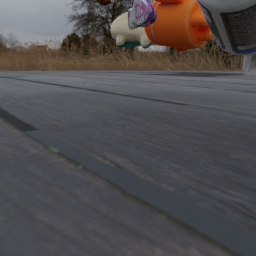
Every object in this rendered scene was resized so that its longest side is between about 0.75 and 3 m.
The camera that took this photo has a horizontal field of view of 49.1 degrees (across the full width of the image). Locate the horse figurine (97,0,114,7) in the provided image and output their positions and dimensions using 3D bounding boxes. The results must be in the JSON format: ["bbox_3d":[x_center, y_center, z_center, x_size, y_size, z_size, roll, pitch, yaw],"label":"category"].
[{"bbox_3d":[-0.589,-4.179,8.042,1.524,0.574,2.300,1,6,20],"label":"horse figurine"}]

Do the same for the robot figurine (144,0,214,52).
[{"bbox_3d":[1.538,-3.198,8.562,1.830,1.484,2.544,-1,15,-46],"label":"robot figurine"}]

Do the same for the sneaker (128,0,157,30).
[{"bbox_3d":[0.362,-2.338,5.766,0.549,0.499,1.241,-4,12,-11],"label":"sneaker"}]

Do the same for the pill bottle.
[{"bbox_3d":[2.203,-2.730,5.489,1.636,1.636,2.875,8,-7,29],"label":"pill bottle"}]

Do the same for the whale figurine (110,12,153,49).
[{"bbox_3d":[0.340,-3.517,10.643,1.776,1.159,2.233,-41,52,-10],"label":"whale figurine"}]

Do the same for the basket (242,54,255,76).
[{"bbox_3d":[3.985,-2.206,7.966,1.225,1.214,0.985,9,43,21],"label":"basket"}]
